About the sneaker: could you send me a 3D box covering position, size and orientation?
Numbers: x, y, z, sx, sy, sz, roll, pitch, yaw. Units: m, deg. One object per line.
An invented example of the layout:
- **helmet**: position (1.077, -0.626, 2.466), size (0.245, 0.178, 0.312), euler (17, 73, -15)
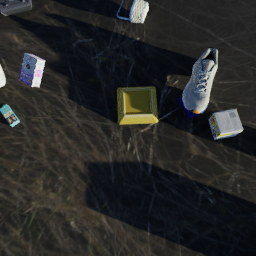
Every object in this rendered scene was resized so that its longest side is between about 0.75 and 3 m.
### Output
- **sneaker**: position (2.920, -1.961, 11.106), size (1.094, 1.329, 2.890), euler (15, 63, 4)

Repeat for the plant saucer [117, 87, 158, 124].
- **plant saucer**: position (0.381, -1.008, 11.483), size (1.645, 0.399, 1.645), euler (-3, 73, 0)

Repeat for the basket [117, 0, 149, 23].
- **basket**: position (0.222, -5.288, 12.572), size (1.249, 0.868, 1.101), euler (21, 84, 3)

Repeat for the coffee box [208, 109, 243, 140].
- **coffee box**: position (3.783, -0.129, 10.944), size (0.888, 0.878, 0.887), euler (-11, 73, -3)

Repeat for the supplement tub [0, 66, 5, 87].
- **supplement tub**: position (-6.290, -2.074, 11.185), size (2.197, 1.593, 1.593), euler (-22, 74, -6)

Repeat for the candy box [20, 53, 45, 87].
- **candy box**: position (-3.380, -2.037, 9.854), size (0.819, 0.349, 0.977), euler (30, 110, 33)

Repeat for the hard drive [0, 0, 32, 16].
- **hard drive**: position (-5.387, -6.381, 13.119), size (1.591, 0.499, 2.360), euler (-17, 73, -5)

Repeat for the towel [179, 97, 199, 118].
- **towel**: position (2.627, -0.965, 11.543), size (0.737, 0.247, 0.998), euler (-26, 74, -9)

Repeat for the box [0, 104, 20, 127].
- **box**: position (-4.831, -0.509, 11.414), size (0.369, 0.221, 0.897), euler (-38, 76, -11)
